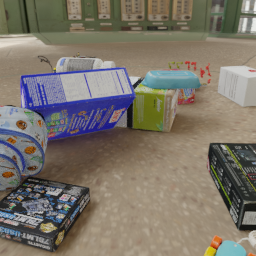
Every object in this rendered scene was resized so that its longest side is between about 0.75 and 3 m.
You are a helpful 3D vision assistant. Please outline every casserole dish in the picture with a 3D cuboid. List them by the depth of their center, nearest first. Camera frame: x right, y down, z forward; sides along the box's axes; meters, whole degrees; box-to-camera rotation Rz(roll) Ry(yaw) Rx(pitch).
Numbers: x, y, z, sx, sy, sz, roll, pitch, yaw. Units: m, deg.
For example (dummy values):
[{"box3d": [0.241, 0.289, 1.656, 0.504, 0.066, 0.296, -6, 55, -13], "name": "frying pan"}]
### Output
[{"box3d": [1.559, -1.747, 9.946, 2.151, 0.417, 1.303, -2, 23, -7], "name": "casserole dish"}]

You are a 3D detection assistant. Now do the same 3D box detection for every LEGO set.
[{"box3d": [-3.074, -3.666, 16.226, 2.169, 1.634, 2.821, 11, 26, 24], "name": "LEGO set"}]

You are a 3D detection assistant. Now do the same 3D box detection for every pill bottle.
[{"box3d": [-2.076, -2.757, 14.266, 2.758, 1.569, 1.569, 5, 24, 10], "name": "pill bottle"}]

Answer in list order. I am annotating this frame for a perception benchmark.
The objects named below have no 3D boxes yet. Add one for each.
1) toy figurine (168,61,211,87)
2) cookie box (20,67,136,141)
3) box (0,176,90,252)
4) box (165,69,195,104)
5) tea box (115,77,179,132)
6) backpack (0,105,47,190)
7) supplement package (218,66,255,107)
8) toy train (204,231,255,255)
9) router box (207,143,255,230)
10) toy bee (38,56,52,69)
[{"box3d": [2.875, -2.620, 14.429, 2.485, 1.311, 1.489, 12, 32, 28], "name": "toy figurine"}, {"box3d": [-1.591, -0.638, 8.407, 2.936, 1.103, 2.511, -10, -18, -23], "name": "cookie box"}, {"box3d": [-1.797, 1.646, 5.701, 1.579, 0.392, 1.567, 7, 25, 15], "name": "box"}, {"box3d": [2.224, -1.986, 13.053, 1.067, 1.114, 2.235, -5, 24, -11], "name": "box"}, {"box3d": [0.724, -0.954, 10.332, 2.063, 1.401, 2.097, 7, 25, 13], "name": "tea box"}, {"box3d": [-2.998, 0.397, 6.462, 2.187, 2.296, 1.769, -3, 56, -12], "name": "backpack"}, {"box3d": [5.280, -1.957, 12.735, 1.339, 1.323, 2.209, -5, 24, -12], "name": "supplement package"}, {"box3d": [1.843, 2.387, 3.900, 1.476, 0.546, 1.965, 0, 27, -4], "name": "toy train"}, {"box3d": [2.990, 1.178, 6.290, 1.821, 0.755, 2.430, 0, 24, 0], "name": "router box"}, {"box3d": [-2.894, -1.866, 12.763, 2.884, 1.567, 1.888, 36, 19, 22], "name": "toy bee"}]
